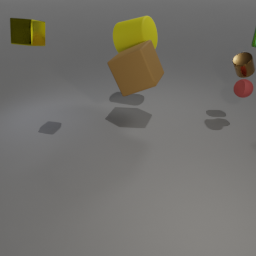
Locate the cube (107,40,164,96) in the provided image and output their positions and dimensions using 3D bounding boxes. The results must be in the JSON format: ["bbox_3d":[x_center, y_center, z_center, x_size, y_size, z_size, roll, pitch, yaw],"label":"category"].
[{"bbox_3d":[0.333,-2.218,10.378,1.400,1.400,1.400,-15,23,28],"label":"cube"}]

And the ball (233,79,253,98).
[{"bbox_3d":[4.365,-1.497,10.596,0.700,0.700,0.700,0,29,0],"label":"ball"}]

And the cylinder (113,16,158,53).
[{"bbox_3d":[0.313,-3.781,11.616,1.400,1.400,1.400,0,25,31],"label":"cylinder"}]

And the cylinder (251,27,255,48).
[{"bbox_3d":[4.150,-2.773,8.412,0.700,0.700,0.700,4,25,-2],"label":"cylinder"}]

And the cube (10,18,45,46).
[{"bbox_3d":[-2.855,-2.733,8.025,0.700,0.700,0.700,9,17,14],"label":"cube"}]

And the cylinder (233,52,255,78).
[{"bbox_3d":[4.436,-2.403,10.709,0.700,0.700,0.700,-17,51,22],"label":"cylinder"}]
